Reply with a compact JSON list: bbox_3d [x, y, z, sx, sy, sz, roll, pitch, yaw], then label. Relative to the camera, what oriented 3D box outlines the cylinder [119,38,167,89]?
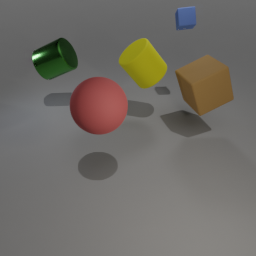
[{"bbox_3d":[0.589,-2.511,10.976,1.400,1.400,1.400,-30,36,24],"label":"cylinder"}]

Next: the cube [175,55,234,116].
[{"bbox_3d":[2.760,-1.567,10.170,1.400,1.400,1.400,-26,35,-1],"label":"cube"}]

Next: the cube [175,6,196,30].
[{"bbox_3d":[2.333,-4.435,11.376,0.700,0.700,0.700,-6,6,2],"label":"cube"}]

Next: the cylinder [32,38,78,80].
[{"bbox_3d":[-3.103,-2.943,12.011,1.400,1.400,1.400,-18,26,20],"label":"cylinder"}]

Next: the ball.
[{"bbox_3d":[-0.707,-0.538,6.823,1.400,1.400,1.400,0,32,0],"label":"ball"}]
